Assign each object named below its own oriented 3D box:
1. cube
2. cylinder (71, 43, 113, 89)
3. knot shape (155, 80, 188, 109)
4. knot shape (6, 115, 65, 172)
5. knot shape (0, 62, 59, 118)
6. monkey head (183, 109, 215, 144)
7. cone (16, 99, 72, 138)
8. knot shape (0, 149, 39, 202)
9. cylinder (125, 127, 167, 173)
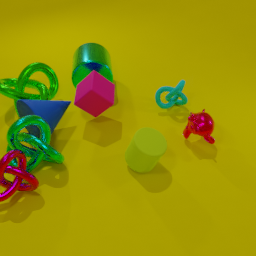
[{"bbox_3d":[-0.942,-0.954,7.970,0.812,0.812,0.812,32,42,-33],"label":"cube"},{"bbox_3d":[-1.216,-1.999,9.533,1.349,1.349,1.349,-4,42,-5],"label":"cylinder"},{"bbox_3d":[1.458,-0.987,8.802,1.087,1.017,0.502,-34,53,19],"label":"knot shape"},{"bbox_3d":[-2.251,0.519,6.910,1.465,1.565,0.723,26,29,-11],"label":"knot shape"},{"bbox_3d":[-2.990,-1.032,8.584,1.924,0.889,1.800,-15,67,-18],"label":"knot shape"},{"bbox_3d":[1.929,-0.017,7.618,0.710,0.848,1.178,8,50,-15],"label":"monkey head"},{"bbox_3d":[-2.131,-0.457,7.855,1.356,1.356,1.361,33,51,31],"label":"cone"},{"bbox_3d":[-2.673,1.126,6.159,1.149,1.227,0.567,-27,33,-16],"label":"knot shape"},{"bbox_3d":[0.430,0.552,6.954,0.843,0.843,0.843,10,52,-13],"label":"cylinder"}]
